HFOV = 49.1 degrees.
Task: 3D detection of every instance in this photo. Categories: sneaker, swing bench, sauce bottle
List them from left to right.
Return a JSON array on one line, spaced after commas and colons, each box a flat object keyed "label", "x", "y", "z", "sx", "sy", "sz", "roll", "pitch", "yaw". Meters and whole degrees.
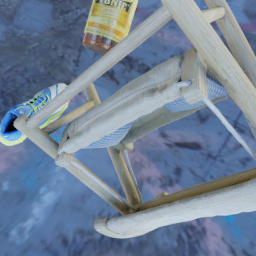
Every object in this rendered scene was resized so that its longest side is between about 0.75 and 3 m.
[{"label": "sneaker", "x": -1.346, "y": -0.226, "z": 4.127, "sx": 0.495, "sy": 0.686, "sz": 1.306, "roll": 46, "pitch": 74, "yaw": -7}, {"label": "sauce bottle", "x": -0.123, "y": -2.075, "z": 4.061, "sx": 0.657, "sy": 0.657, "sz": 1.990, "roll": 16, "pitch": 97, "yaw": 10}, {"label": "swing bench", "x": 0.514, "y": 0.171, "z": 3.643, "sx": 2.690, "sy": 2.676, "sz": 1.745, "roll": 56, "pitch": 37, "yaw": -6}]
